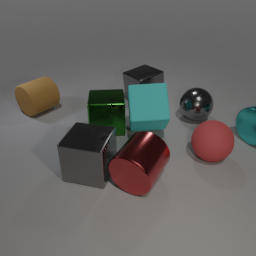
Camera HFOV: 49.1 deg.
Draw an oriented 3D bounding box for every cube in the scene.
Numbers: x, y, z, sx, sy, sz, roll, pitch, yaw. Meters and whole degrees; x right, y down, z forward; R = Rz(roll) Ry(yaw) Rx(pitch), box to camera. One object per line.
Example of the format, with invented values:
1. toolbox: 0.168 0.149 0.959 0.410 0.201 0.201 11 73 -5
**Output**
1. cube: 0.752 -2.023 13.302 1.400 1.400 1.400 -26 38 -26
2. cube: -0.838 -0.626 11.146 1.400 1.400 1.400 -2 31 -3
3. cube: 0.741 -0.748 10.564 1.400 1.400 1.400 -4 75 -1
4. cube: -1.208 0.816 8.784 1.400 1.400 1.400 8 32 12

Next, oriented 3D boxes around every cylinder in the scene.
1. cylinder: -3.995 -1.415 12.393 1.400 1.400 1.400 23 39 32
2. cylinder: 0.347 1.019 8.322 1.400 1.400 1.400 17 41 25
3. cylinder: 5.049 -0.195 10.441 1.400 1.400 1.400 -13 34 -21

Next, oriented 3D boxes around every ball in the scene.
1. ball: 2.847 0.437 9.446 1.400 1.400 1.400 0 31 0
2. ball: 2.866 -0.993 11.756 1.400 1.400 1.400 0 31 0
